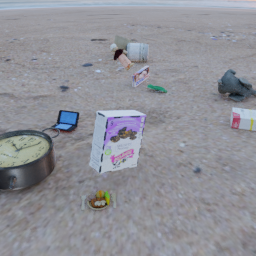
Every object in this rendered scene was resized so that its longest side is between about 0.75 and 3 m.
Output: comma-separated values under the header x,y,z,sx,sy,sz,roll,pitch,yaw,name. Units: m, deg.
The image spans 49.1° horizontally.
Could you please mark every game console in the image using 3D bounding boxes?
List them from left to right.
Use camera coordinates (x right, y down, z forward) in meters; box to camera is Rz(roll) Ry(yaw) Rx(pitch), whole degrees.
x,y,z,sx,sy,sz,roll,pitch,yaw,name
-2.296,-0.262,10.189,0.877,0.521,0.756,8,24,18,game console

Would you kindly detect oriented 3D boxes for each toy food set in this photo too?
x,y,z,sx,sy,sz,roll,pitch,yaw,name
-0.737,1.789,6.991,0.882,0.177,0.609,-3,30,-5,toy food set

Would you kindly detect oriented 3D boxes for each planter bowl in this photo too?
x,y,z,sx,sy,sz,roll,pitch,yaw,name
-0.288,-5.384,18.551,1.495,1.006,1.495,19,12,-4,planter bowl

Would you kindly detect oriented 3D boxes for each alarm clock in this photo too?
x,y,z,sx,sy,sz,roll,pitch,yaw,name
-2.921,0.740,8.037,1.988,0.981,2.947,11,33,20,alarm clock

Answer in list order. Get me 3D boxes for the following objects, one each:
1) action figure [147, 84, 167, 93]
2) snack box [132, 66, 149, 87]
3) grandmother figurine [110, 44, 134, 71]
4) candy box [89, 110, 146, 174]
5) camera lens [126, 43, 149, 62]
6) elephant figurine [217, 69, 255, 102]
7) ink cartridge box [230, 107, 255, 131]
x,y,z,sx,sy,sz,roll,pitch,yaw,name
1.414,-1.853,13.330,0.951,0.260,0.562,19,33,17,action figure
0.667,-2.663,14.382,0.210,0.620,1.724,14,33,23,snack box
-0.289,-2.713,10.637,1.128,0.684,0.341,53,24,4,grandmother figurine
-0.257,0.320,7.152,1.241,1.480,0.529,-5,22,-39,candy box
0.571,-4.730,17.524,1.386,1.109,1.109,4,30,6,camera lens
4.993,-1.775,12.428,1.790,1.266,1.389,33,70,22,elephant figurine
4.447,-0.316,10.384,1.160,0.484,0.842,8,31,14,ink cartridge box
